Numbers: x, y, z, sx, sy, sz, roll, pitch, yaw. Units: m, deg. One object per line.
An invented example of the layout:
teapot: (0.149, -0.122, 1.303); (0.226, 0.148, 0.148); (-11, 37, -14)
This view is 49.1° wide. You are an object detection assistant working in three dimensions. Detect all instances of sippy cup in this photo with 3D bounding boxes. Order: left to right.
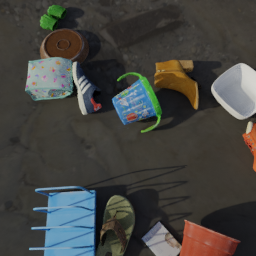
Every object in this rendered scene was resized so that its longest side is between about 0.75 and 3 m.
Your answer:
sippy cup: (0.300, -0.987, 11.350); (1.612, 1.727, 2.200); (-25, 58, 2)

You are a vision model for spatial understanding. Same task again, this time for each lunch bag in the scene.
lunch bag: (-3.247, -2.100, 11.984); (1.872, 1.141, 1.594); (-5, 67, 4)

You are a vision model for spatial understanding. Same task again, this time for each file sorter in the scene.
file sorter: (-2.188, 3.364, 9.384); (1.809, 1.599, 2.607); (-6, 68, 10)

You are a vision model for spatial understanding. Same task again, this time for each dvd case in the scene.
dvd case: (1.237, 4.115, 10.038); (0.919, 0.113, 1.288); (-40, 73, -14)

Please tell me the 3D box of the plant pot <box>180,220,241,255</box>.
plant pot: (2.480, 4.233, 9.186); (1.864, 1.864, 1.813); (20, 77, 8)

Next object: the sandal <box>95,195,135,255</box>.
sandal: (-0.486, 3.826, 9.740); (1.170, 0.841, 2.947); (11, 70, 8)

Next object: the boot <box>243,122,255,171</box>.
boot: (5.067, 0.743, 11.074); (1.193, 0.835, 2.226); (18, 62, 12)

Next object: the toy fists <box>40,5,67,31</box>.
toy fists: (-3.668, -5.378, 13.631); (0.781, 0.527, 1.532); (26, 69, 2)

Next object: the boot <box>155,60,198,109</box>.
boot: (2.049, -1.835, 12.126); (1.761, 0.865, 2.460); (-7, 69, 6)

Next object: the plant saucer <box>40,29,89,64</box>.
plant saucer: (-2.989, -3.779, 13.056); (2.304, 0.397, 2.304); (0, 69, 0)

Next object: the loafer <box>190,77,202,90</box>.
loafer: (2.969, -1.997, 12.397); (0.751, 0.268, 0.274); (43, 74, 15)

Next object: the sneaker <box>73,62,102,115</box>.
sneaker: (-1.719, -1.778, 12.018); (1.018, 0.903, 2.409); (-14, 78, -5)

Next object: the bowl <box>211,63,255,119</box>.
bowl: (4.763, -1.479, 11.915); (2.110, 0.789, 2.113); (-37, 73, -13)
